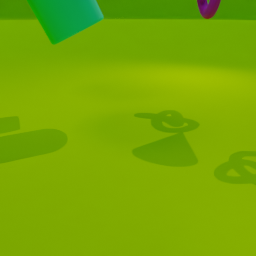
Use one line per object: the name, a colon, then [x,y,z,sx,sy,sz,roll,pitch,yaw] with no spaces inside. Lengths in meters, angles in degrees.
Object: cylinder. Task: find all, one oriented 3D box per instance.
cylinder: [-1.416,-2.736,6.151,1.333,1.333,1.333,-24,22,10]

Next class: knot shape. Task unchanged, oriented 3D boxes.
knot shape: [2.195,-3.873,7.575,1.858,1.739,0.859,14,25,42]
